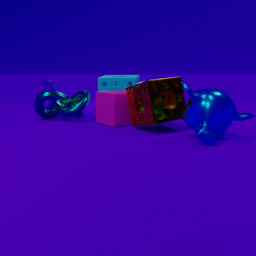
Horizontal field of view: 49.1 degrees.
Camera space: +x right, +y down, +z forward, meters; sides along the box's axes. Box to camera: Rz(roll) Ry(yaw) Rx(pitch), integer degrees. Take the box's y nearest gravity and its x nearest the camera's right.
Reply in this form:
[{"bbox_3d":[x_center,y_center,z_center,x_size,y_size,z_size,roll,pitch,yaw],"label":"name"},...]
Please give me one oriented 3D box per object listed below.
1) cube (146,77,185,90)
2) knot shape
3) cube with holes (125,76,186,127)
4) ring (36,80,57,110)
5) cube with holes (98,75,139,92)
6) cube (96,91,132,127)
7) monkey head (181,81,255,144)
[{"bbox_3d":[1.317,-1.245,10.220,1.027,1.027,1.027,-13,26,-38],"label":"cube"},{"bbox_3d":[-1.860,-0.743,8.639,1.597,0.789,1.707,-3,3,34],"label":"knot shape"},{"bbox_3d":[0.707,-0.649,7.094,1.034,1.034,1.034,-12,3,-29],"label":"cube with holes"},{"bbox_3d":[-2.621,-0.997,9.073,0.223,1.115,1.115,9,13,12],"label":"ring"},{"bbox_3d":[-0.268,-1.133,9.516,1.224,1.224,1.224,1,14,7],"label":"cube with holes"},{"bbox_3d":[-0.302,-0.570,7.920,0.892,0.892,0.892,-8,14,-37],"label":"cube"},{"bbox_3d":[1.780,-0.277,5.992,1.746,1.052,1.256,25,22,-1],"label":"monkey head"}]
